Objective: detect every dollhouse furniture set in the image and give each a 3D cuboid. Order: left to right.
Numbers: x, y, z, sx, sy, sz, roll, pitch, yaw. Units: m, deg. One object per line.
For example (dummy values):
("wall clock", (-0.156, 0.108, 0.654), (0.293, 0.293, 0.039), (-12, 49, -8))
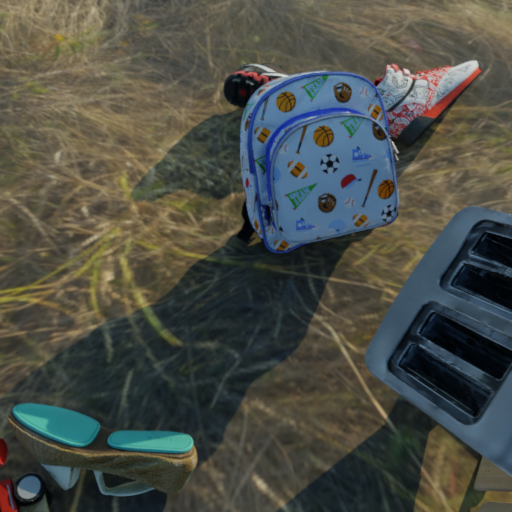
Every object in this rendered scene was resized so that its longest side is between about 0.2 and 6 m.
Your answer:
("dollhouse furniture set", (4.093, 3.929, 7.900), (1.671, 1.362, 1.590), (43, 56, -12))

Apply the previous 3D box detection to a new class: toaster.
("toaster", (3.545, 1.156, 7.741), (3.070, 2.015, 3.396), (-56, 29, -1))

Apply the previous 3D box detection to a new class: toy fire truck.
("toy fire truck", (-3.587, 4.052, 7.647), (1.730, 1.113, 1.523), (-17, 59, -22))

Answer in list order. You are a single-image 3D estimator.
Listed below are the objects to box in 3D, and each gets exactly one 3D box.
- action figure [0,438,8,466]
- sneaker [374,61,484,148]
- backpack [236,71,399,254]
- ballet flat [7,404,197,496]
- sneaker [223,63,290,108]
("action figure", (-5.014, 3.436, 7.870), (3.039, 0.994, 0.785), (-36, 33, -4))
("sneaker", (3.666, -3.812, 12.327), (1.586, 0.988, 2.958), (44, 69, 6))
("backpack", (1.038, -1.708, 9.841), (3.111, 2.397, 2.963), (-15, 104, -10))
("ballet flat", (-2.324, 2.978, 8.274), (2.879, 0.976, 1.041), (10, 98, 0))
("sneaker", (0.607, -3.640, 12.417), (2.554, 0.903, 1.248), (16, 45, 0))
